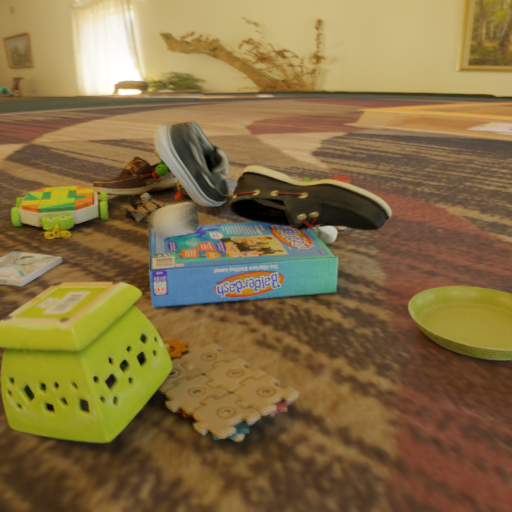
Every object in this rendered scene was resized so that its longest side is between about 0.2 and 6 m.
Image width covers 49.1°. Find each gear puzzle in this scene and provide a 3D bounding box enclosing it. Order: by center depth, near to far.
[{"bbox_3d":[-0.678,1.518,6.680,1.208,0.305,2.332,-19,24,-36],"label":"gear puzzle"}]

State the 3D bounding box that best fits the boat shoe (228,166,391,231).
[{"bbox_3d":[0.899,-0.848,10.056,2.977,1.089,0.933,15,66,26],"label":"boat shoe"}]

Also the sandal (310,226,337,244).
[{"bbox_3d":[0.642,-0.931,11.957,2.486,1.012,0.611,24,71,21],"label":"sandal"}]

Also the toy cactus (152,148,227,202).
[{"bbox_3d":[-2.046,-2.385,15.211,1.854,1.149,2.247,37,38,29],"label":"toy cactus"}]

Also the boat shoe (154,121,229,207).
[{"bbox_3d":[-1.185,-2.043,13.118,1.108,1.127,3.125,-11,-21,18],"label":"boat shoe"}]

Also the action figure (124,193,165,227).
[{"bbox_3d":[-2.544,-1.034,12.847,1.148,0.682,0.586,8,-21,34],"label":"action figure"}]

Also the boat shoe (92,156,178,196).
[{"bbox_3d":[-3.227,-2.219,15.246,2.816,1.013,1.016,-16,17,-42],"label":"boat shoe"}]

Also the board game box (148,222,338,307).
[{"bbox_3d":[-0.357,0.037,9.931,3.036,0.683,2.309,-4,20,-9],"label":"board game box"}]

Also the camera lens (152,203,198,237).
[{"bbox_3d":[-1.395,-0.622,9.799,0.679,0.543,0.543,-9,16,23],"label":"camera lens"}]

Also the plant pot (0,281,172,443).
[{"bbox_3d":[-1.926,1.043,6.141,1.384,1.262,1.390,-2,22,23],"label":"plant pot"}]

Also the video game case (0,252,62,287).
[{"bbox_3d":[-4.387,0.218,10.266,1.108,0.134,1.216,6,21,15],"label":"video game case"}]

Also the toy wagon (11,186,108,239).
[{"bbox_3d":[-4.566,-1.070,13.118,2.110,0.538,2.720,-6,21,-14],"label":"toy wagon"}]

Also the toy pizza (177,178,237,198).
[{"bbox_3d":[-1.257,-1.834,15.510,1.829,0.290,1.829,1,22,0],"label":"toy pizza"}]

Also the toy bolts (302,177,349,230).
[{"bbox_3d":[1.462,-1.023,12.927,1.644,1.140,1.570,-4,-22,17],"label":"toy bolts"}]

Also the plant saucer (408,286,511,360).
[{"bbox_3d":[3.211,0.969,8.027,2.023,0.314,2.023,0,20,0],"label":"plant saucer"}]
